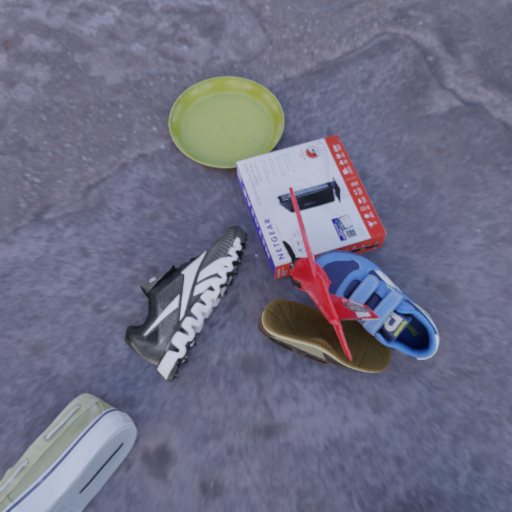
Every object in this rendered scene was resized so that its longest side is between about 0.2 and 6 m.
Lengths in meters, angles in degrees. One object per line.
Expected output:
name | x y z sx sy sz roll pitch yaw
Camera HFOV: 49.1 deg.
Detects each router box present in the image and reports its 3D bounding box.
router box | 0.958 -0.947 10.401 2.091 0.569 2.330 -17 65 -8

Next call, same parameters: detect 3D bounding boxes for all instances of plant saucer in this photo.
plant saucer | -0.592 -2.649 11.358 2.309 0.359 2.309 0 63 0

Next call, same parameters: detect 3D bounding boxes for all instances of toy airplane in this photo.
toy airplane | 0.903 0.482 7.789 0.507 2.759 2.759 -24 66 -7

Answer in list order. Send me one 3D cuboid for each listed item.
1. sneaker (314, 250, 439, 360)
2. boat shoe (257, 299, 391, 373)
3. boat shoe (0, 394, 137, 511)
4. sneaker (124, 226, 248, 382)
sneaker | 1.925 0.770 8.846 2.445 1.005 0.904 34 104 -5
boat shoe | 1.106 1.334 9.213 2.274 0.737 0.833 24 65 -9
boat shoe | -3.215 3.519 8.046 1.062 1.233 3.424 27 57 29
sneaker | -1.201 0.529 9.402 1.326 0.974 2.931 28 69 3
